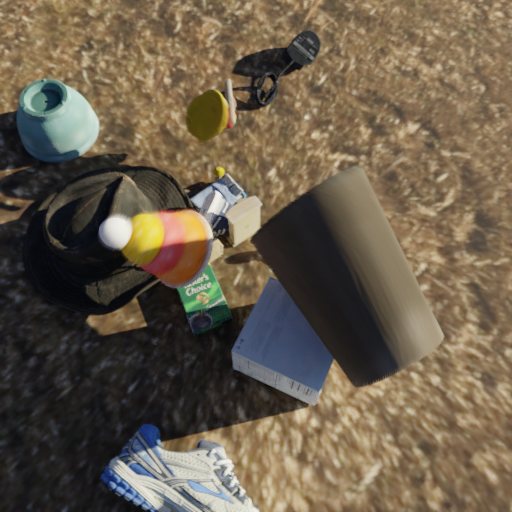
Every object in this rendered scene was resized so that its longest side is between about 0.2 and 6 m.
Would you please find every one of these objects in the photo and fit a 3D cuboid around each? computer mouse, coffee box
[{"bbox_3d":[0.750,-4.589,13.780,0.740,0.429,2.523,41,74,-9],"label":"computer mouse"},{"bbox_3d":[-1.095,0.826,11.178,0.839,0.300,1.364,-20,66,-9],"label":"coffee box"}]

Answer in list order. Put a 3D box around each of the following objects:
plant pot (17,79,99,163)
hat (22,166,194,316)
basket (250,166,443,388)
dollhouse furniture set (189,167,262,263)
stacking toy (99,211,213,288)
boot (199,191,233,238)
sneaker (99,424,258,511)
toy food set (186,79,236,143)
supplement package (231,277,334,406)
[{"bbox_3d":[-4.582,-3.179,12.606,1.793,1.201,1.793,0,65,-1],"label":"plant pot"},{"bbox_3d":[-3.157,-0.758,11.237,3.698,1.492,3.698,-2,62,4],"label":"hat"},{"bbox_3d":[1.512,0.425,8.940,1.965,2.606,2.890,-28,83,-25],"label":"basket"},{"bbox_3d":[-0.872,-1.053,11.655,1.555,1.075,1.647,-34,68,-15],"label":"dollhouse furniture set"},{"bbox_3d":[-1.885,-0.300,9.881,1.478,2.023,1.478,-11,72,34],"label":"stacking toy"},{"bbox_3d":[-0.931,-0.543,11.553,0.684,0.551,1.514,35,74,-32],"label":"boot"},{"bbox_3d":[-0.759,3.834,9.212,3.492,1.345,1.487,23,62,10],"label":"sneaker"},{"bbox_3d":[-0.815,-2.998,11.899,0.539,1.651,0.971,-10,88,-42],"label":"toy food set"},{"bbox_3d":[0.649,1.583,10.291,1.677,1.233,1.603,24,66,11],"label":"supplement package"}]
